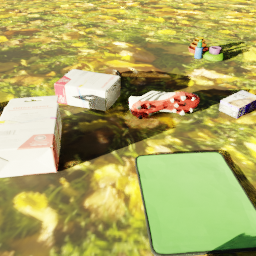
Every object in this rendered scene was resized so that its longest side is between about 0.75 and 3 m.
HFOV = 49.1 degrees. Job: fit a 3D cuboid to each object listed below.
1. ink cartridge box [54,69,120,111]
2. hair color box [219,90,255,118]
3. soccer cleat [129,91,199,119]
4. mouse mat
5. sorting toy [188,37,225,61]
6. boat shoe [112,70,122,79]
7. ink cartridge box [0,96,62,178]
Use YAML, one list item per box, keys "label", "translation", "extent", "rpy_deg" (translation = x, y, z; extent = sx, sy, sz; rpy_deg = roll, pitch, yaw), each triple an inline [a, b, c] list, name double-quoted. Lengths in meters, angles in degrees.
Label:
- label: "ink cartridge box"
  translation: [-1.409, -1.395, 10.091]
  extent: [1.960, 0.839, 1.446]
  rpy_deg: [12, 35, 15]
- label: "hair color box"
  translation: [3.835, -0.837, 9.622]
  extent: [1.310, 0.424, 0.716]
  rpy_deg: [-25, 41, -31]
- label: "soccer cleat"
  translation: [1.184, -0.897, 9.382]
  extent: [2.387, 0.819, 1.017]
  rpy_deg: [-10, 38, -8]
- label: "mouse mat"
  translation: [1.472, 1.472, 6.273]
  extent: [2.402, 0.112, 2.986]
  rpy_deg: [-2, 31, -5]
- label: "sorting toy"
  translation: [3.972, -4.125, 14.327]
  extent: [1.293, 0.883, 2.151]
  rpy_deg: [-22, 39, -31]
- label: "boat shoe"
  translation: [-0.412, -2.319, 12.037]
  extent: [0.327, 0.326, 0.883]
  rpy_deg: [-6, 32, -20]
- label: "ink cartridge box"
  translation: [-2.667, 0.094, 7.710]
  extent: [1.547, 0.896, 2.656]
  rpy_deg: [-4, 34, -6]
